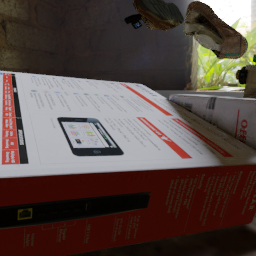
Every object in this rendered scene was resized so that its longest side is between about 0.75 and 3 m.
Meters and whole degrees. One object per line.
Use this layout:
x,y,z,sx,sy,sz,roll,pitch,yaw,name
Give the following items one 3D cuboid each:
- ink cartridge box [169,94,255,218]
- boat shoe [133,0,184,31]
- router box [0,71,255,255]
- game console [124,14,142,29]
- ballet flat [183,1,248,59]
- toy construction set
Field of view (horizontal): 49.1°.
1.282,0.219,3.426,0.682,1.185,2.046,-1,9,-24,ink cartridge box
1.074,-4.172,10.527,1.058,1.084,2.866,-27,-11,36,boat shoe
-0.449,0.061,3.257,2.605,0.709,2.903,1,22,-24,router box
0.362,-4.556,12.002,0.770,0.157,1.305,-12,-2,16,game console
1.925,-2.511,7.050,0.842,0.853,2.505,-18,45,-14,ballet flat
4.122,-0.913,7.537,2.729,2.097,2.276,-4,10,-26,toy construction set
